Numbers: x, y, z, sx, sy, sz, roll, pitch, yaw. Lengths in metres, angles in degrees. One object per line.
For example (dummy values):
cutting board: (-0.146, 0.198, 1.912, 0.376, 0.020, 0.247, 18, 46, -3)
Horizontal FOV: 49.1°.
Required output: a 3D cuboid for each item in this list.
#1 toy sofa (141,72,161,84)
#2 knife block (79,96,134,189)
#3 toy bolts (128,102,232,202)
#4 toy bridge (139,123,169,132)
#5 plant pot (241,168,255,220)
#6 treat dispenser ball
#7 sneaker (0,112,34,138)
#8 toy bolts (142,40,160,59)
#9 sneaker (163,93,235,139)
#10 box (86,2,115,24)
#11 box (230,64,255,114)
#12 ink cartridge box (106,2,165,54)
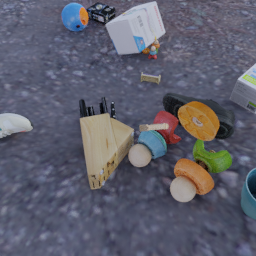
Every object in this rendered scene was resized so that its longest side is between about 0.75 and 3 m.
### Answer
toy sofa: (0.953, -2.129, 11.780, 0.811, 0.336, 0.396, 11, 52, 9)
knife block: (-1.210, 0.242, 9.418, 2.566, 0.935, 2.923, 26, 55, 21)
toy bolts: (1.262, 0.600, 8.336, 1.937, 2.668, 2.793, -42, 43, -21)
toy bridge: (0.732, -0.029, 6.737, 0.389, 0.158, 1.158, -4, 0, 33)
plant pot: (3.770, 1.947, 7.818, 1.281, 1.203, 1.281, 0, 50, 0)
treat dispenser ball: (-2.653, -5.534, 14.016, 1.319, 1.319, 1.319, 0, 50, 0)
sneaker: (-4.635, 0.196, 9.606, 2.717, 0.957, 1.270, 2, 67, 0)
toy bolts: (1.053, -3.639, 12.870, 0.811, 0.589, 0.849, 1, 50, 1)
sneaker: (2.575, -0.611, 10.213, 2.739, 1.040, 1.243, 27, 48, 10)
box: (-1.441, -6.163, 15.015, 1.216, 0.524, 0.996, 28, 55, 21)
box: (5.153, -1.716, 10.950, 2.094, 1.061, 1.178, -37, 60, -27)
ink cartridge box: (0.385, -4.509, 12.703, 1.491, 1.498, 2.042, 10, 44, 46)
